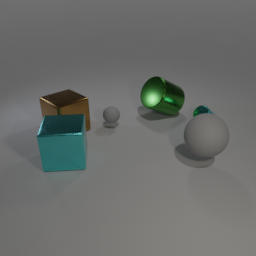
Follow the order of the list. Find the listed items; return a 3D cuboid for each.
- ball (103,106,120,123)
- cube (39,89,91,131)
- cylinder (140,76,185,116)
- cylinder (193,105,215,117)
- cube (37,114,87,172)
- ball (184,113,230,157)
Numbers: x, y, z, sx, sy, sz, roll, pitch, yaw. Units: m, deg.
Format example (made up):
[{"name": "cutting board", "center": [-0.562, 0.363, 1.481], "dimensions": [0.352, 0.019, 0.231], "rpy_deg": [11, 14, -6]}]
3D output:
[{"name": "ball", "center": [-0.670, -0.541, 11.388], "dimensions": [0.700, 0.700, 0.700], "rpy_deg": [0, 30, 0]}, {"name": "cube", "center": [-2.492, -0.577, 11.183], "dimensions": [1.400, 1.400, 1.400], "rpy_deg": [-24, 36, -37]}, {"name": "cylinder", "center": [1.497, -1.359, 12.121], "dimensions": [1.400, 1.400, 1.400], "rpy_deg": [15, 14, -43]}, {"name": "cylinder", "center": [3.157, -0.490, 11.544], "dimensions": [0.700, 0.700, 0.700], "rpy_deg": [26, 7, -44]}, {"name": "cube", "center": [-2.135, 0.468, 9.414], "dimensions": [1.400, 1.400, 1.400], "rpy_deg": [-3, 29, -5]}, {"name": "ball", "center": [2.488, 0.235, 8.911], "dimensions": [1.400, 1.400, 1.400], "rpy_deg": [0, 30, 0]}]
